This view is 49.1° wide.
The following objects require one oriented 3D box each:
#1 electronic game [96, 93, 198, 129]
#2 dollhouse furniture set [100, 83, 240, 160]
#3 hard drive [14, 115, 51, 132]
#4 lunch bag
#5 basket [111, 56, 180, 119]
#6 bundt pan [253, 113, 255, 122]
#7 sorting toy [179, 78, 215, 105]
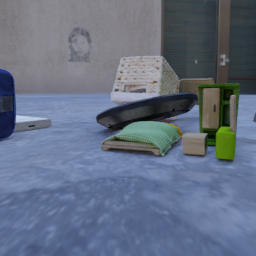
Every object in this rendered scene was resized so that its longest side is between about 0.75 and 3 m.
[{"bbox_3d":[0.526,-0.500,7.902,2.887,0.601,2.887,-11,-4,-1],"label":"electronic game"},{"bbox_3d":[0.897,-0.243,5.831,2.598,1.304,1.702,2,9,23],"label":"dollhouse furniture set"},{"bbox_3d":[-3.770,-0.172,8.911,2.245,0.300,1.481,6,11,34],"label":"hard drive"},{"bbox_3d":[-4.096,-0.602,6.434,2.739,1.860,1.812,-8,12,-43],"label":"lunch bag"},{"bbox_3d":[0.772,-1.393,10.239,1.795,1.634,2.649,4,-9,24],"label":"basket"},{"bbox_3d":[5.152,-0.418,10.227,1.080,0.405,1.080,-1,9,0],"label":"bundt pan"},{"bbox_3d":[3.002,-1.222,11.309,1.434,1.924,0.258,5,47,43],"label":"sorting toy"}]
